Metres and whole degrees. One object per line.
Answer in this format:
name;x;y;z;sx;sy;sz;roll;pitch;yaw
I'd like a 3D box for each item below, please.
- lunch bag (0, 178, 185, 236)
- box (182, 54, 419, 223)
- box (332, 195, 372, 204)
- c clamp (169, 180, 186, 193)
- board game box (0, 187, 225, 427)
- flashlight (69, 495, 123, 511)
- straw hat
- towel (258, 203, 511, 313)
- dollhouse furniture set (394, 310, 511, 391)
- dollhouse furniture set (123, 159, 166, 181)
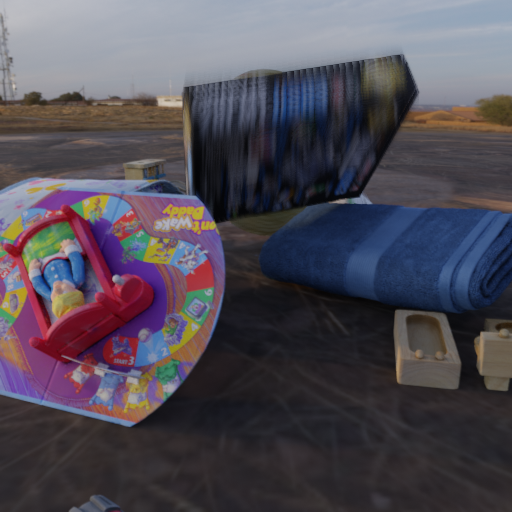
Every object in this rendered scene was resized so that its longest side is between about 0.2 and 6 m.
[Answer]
lunch bag;-2.843;-0.269;9.058;2.662;1.996;3.140;4;27;19
box;0.483;-1.634;8.800;3.171;0.794;3.195;-13;-18;-9
box;2.206;-0.901;11.642;1.247;0.314;1.728;44;20;17
c clamp;-2.106;-1.443;14.741;1.432;0.227;1.676;31;63;23
board game box;-2.057;0.262;6.260;3.431;2.711;0.668;7;-23;21
flashlight;-0.690;2.085;3.585;1.468;0.497;0.499;12;16;39
straw hat;0.660;-2.052;11.703;3.652;3.652;1.545;-9;18;-28
towel;2.085;-0.016;9.150;3.972;0.964;2.217;9;35;42
dollhouse furniture set;2.815;0.489;6.918;2.033;1.657;1.934;3;17;11
dollhouse furniture set;-2.567;-2.011;15.998;1.910;1.346;1.338;5;17;19
